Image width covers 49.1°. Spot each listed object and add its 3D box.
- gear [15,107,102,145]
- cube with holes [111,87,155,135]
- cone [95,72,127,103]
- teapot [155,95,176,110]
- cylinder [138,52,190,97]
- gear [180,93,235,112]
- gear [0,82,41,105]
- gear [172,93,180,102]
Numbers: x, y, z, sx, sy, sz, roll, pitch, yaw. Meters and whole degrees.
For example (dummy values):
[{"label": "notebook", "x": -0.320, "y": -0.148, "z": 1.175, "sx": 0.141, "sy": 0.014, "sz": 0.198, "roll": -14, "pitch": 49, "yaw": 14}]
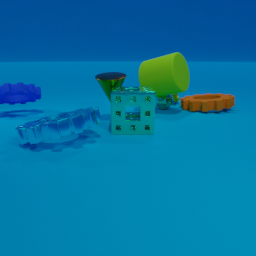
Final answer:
[{"label": "gear", "x": -1.717, "y": -0.093, "z": 7.033, "sx": 2.051, "sy": 0.379, "sz": 2.051, "roll": -12, "pitch": 11, "yaw": 2}, {"label": "cube with holes", "x": 0.122, "y": -0.533, "z": 8.043, "sx": 1.174, "sy": 1.174, "sz": 1.174, "roll": 0, "pitch": 15, "yaw": -1}, {"label": "cone", "x": -0.519, "y": -1.176, "z": 8.922, "sx": 0.987, "sy": 0.991, "sz": 0.987, "roll": -2, "pitch": 25, "yaw": 1}, {"label": "teapot", "x": 1.482, "y": -1.055, "z": 11.050, "sx": 0.576, "sy": 0.731, "sz": 1.176, "roll": 20, "pitch": 3, "yaw": 37}, {"label": "cylinder", "x": 1.320, "y": -1.887, "z": 10.165, "sx": 1.394, "sy": 1.394, "sz": 1.394, "roll": -7, "pitch": 8, "yaw": 36}, {"label": "gear", "x": 3.145, "y": -1.042, "z": 11.159, "sx": 2.036, "sy": 0.377, "sz": 2.036, "roll": -5, "pitch": 14, "yaw": 1}, {"label": "gear", "x": -3.975, "y": -1.189, "z": 9.913, "sx": 1.713, "sy": 0.317, "sz": 1.713, "roll": -8, "pitch": -7, "yaw": -1}, {"label": "gear", "x": 1.975, "y": -1.817, "z": 12.416, "sx": 0.247, "sy": 1.336, "sz": 1.336, "roll": -17, "pitch": 12, "yaw": 11}]
